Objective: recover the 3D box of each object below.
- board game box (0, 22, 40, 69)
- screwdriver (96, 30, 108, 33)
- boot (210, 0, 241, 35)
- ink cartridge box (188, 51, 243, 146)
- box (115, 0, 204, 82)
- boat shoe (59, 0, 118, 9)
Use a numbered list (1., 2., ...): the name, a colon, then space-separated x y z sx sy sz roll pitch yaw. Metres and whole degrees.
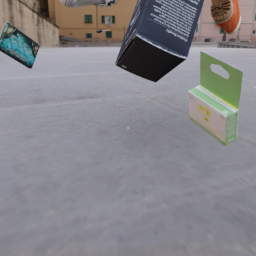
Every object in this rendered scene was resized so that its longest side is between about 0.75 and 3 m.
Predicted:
1. board game box: -3.018 -2.264 7.795 0.162 0.778 1.150 11 -10 30
2. screwdriver: -0.896 -3.500 10.087 0.124 0.118 0.849 -17 21 -32
3. boot: 2.675 -3.416 7.599 0.679 1.809 0.970 -8 -24 41
4. ink cartridge box: 1.139 -0.385 3.773 0.260 1.082 0.788 -28 42 -14
5. box: 0.811 -2.653 6.941 1.284 2.461 1.821 21 -12 -13
6. boat shoe: -0.473 -2.927 5.905 2.085 0.714 0.751 -42 6 -34
